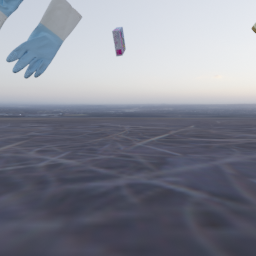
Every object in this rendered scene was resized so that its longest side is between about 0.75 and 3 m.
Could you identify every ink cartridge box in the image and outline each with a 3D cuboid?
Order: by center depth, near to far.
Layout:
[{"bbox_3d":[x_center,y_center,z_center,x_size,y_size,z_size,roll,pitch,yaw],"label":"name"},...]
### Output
[{"bbox_3d":[-0.232,-2.447,7.839,0.236,0.671,1.125,-6,24,6],"label":"ink cartridge box"}]

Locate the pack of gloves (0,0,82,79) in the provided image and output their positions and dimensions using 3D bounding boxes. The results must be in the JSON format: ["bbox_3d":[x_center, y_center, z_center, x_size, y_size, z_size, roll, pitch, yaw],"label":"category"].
[{"bbox_3d":[-2.976,-2.949,7.802,2.464,2.933,0.579,39,-28,-27],"label":"pack of gloves"}]

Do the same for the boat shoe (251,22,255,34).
[{"bbox_3d":[4.698,-2.983,8.127,2.397,0.887,0.796,-10,-35,-29],"label":"boat shoe"}]
